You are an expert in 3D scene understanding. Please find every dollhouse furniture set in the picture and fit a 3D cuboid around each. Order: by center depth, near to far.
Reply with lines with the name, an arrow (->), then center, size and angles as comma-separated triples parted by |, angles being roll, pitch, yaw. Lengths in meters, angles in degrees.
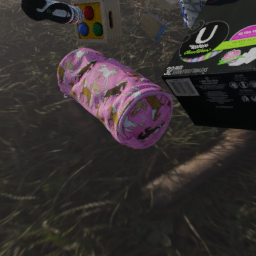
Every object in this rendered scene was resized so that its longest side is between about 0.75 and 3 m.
dollhouse furniture set -> 0.934, -4.081, 9.954 | 1.393, 1.475, 0.963 | 39, 41, 7

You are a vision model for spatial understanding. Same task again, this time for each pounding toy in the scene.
pounding toy -> -1.394, -3.838, 9.233 | 2.154, 1.892, 0.985 | 12, 30, 32

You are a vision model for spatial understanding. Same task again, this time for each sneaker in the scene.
sneaker -> -1.497, -2.379, 5.779 | 1.345, 0.508, 0.774 | 24, 20, 20
sneaker -> 1.794, -3.301, 7.558 | 2.785, 1.227, 1.048 | 26, 47, -25

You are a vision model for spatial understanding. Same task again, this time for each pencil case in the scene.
pencil case -> -0.322, -0.605, 4.838 | 1.004, 1.049, 2.425 | -9, 32, -36

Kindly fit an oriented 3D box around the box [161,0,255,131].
box -> 2.514, -1.614, 6.121 | 2.136, 1.788, 2.876 | 7, 58, 48
